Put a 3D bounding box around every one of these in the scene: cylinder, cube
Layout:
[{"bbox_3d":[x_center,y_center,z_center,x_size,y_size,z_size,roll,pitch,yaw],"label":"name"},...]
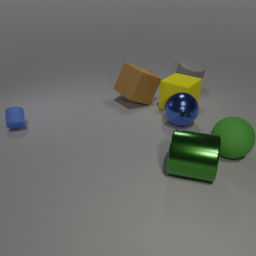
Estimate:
[{"bbox_3d":[2.009,0.819,8.531,1.400,1.400,1.400,8,30,15],"label":"cylinder"},{"bbox_3d":[-4.528,-0.410,11.240,0.700,0.700,0.700,-8,71,-15],"label":"cylinder"},{"bbox_3d":[2.393,-1.562,12.877,1.400,1.400,1.400,20,35,31],"label":"cube"},{"bbox_3d":[3.155,-2.682,14.585,1.400,1.400,1.400,8,39,-7],"label":"cylinder"},{"bbox_3d":[0.446,-2.098,13.268,1.400,1.400,1.400,8,23,-44],"label":"cube"}]

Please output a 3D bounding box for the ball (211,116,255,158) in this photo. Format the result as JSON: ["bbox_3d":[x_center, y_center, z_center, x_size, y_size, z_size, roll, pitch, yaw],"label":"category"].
[{"bbox_3d":[3.499,0.315,9.368,1.400,1.400,1.400,0,29,0],"label":"ball"}]

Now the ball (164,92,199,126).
[{"bbox_3d":[2.187,-0.768,11.457,1.400,1.400,1.400,0,29,0],"label":"ball"}]

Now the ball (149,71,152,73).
[{"bbox_3d":[1.104,-2.854,15.709,0.700,0.700,0.700,0,29,0],"label":"ball"}]
